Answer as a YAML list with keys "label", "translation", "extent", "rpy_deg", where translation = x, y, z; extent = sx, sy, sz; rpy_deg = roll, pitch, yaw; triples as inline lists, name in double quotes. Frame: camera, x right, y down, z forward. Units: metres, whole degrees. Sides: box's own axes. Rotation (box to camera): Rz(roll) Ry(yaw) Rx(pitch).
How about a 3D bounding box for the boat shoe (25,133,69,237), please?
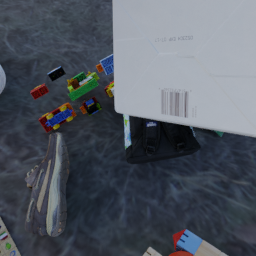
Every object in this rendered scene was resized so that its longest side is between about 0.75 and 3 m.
- label: "boat shoe"
  translation: [-1.878, 1.171, 6.372]
  extent: [0.909, 0.923, 2.478]
  rpy_deg: [-3, 54, -2]

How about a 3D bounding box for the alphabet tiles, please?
- label: "alphabet tiles"
  translation: [-3.162, 2.654, 5.847]
  extent: [1.447, 0.055, 1.210]
  rpy_deg: [-33, 62, -21]

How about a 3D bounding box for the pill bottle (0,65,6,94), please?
- label: "pill bottle"
  translation: [-4.896, -2.116, 8.243]
  extent: [1.631, 1.631, 2.945]
  rpy_deg: [-29, 60, -19]

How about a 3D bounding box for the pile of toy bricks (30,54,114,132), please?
- label: "pile of toy bricks"
  translation: [-1.370, -1.156, 7.938]
  extent: [2.789, 1.547, 1.377]
  rpy_deg: [-30, 21, -8]

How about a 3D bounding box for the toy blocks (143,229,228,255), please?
- label: "toy blocks"
  translation: [0.847, 3.029, 4.912]
  extent: [2.000, 1.462, 2.926]
  rpy_deg: [27, 51, 29]

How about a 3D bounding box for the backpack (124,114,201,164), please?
- label: "backpack"
  translation: [0.655, -0.267, 7.105]
  extent: [1.804, 1.700, 2.211]
  rpy_deg: [-9, 76, -4]

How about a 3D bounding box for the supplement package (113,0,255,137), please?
- label: "supplement package"
  translation: [1.687, -1.290, 5.023]
  extent: [2.862, 2.105, 2.737]
  rpy_deg: [-13, 19, -43]

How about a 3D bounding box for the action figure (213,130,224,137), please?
- label: "action figure"
  translation: [1.755, -0.834, 7.982]
  extent: [2.439, 0.667, 1.440]
  rpy_deg: [23, 61, 19]
